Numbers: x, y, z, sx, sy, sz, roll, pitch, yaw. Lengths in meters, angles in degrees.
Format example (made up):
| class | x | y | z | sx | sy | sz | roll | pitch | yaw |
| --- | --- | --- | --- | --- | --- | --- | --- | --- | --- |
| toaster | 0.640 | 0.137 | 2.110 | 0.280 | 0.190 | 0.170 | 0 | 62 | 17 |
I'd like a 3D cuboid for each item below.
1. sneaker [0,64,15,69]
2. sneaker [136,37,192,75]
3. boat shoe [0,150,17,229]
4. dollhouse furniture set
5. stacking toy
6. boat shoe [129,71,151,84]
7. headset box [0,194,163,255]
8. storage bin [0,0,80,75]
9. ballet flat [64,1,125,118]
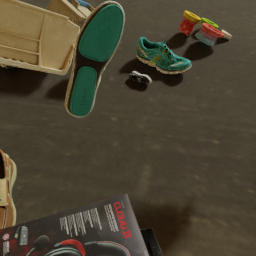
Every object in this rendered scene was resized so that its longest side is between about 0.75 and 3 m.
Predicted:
| class | x | y | z | sx | sy | sz | roll | pitch | yaw |
| --- | --- | --- | --- | --- | --- | --- | --- | --- | --- |
| sneaker | -4.138 | -2.855 | 9.571 | 0.894 | 0.910 | 2.361 | -19 | 50 | -19 |
| sneaker | 1.113 | -2.369 | 9.175 | 2.037 | 0.811 | 0.789 | 27 | 52 | 22 |
| boat shoe | -2.762 | 1.332 | 5.656 | 0.818 | 0.799 | 2.163 | -11 | 47 | -10 |
| dollhouse furniture set | -1.564 | -3.163 | 10.098 | 2.594 | 1.793 | 2.747 | 43 | 25 | 8 |
| stacking toy | 2.916 | -3.649 | 10.739 | 1.598 | 0.746 | 1.765 | -1 | 43 | -38 |
| boat shoe | 0.365 | -1.546 | 8.762 | 0.788 | 0.283 | 0.267 | 31 | 53 | 29 |
| headset box | -0.670 | 2.323 | 4.609 | 2.516 | 0.944 | 1.870 | -12 | 48 | -12 |
| storage bin | -2.627 | -2.013 | 5.826 | 2.413 | 1.139 | 2.430 | 5 | 15 | -38 |
| ballet flat | -0.480 | -0.837 | 3.435 | 0.496 | 1.429 | 0.496 | 20 | 14 | -5 |
